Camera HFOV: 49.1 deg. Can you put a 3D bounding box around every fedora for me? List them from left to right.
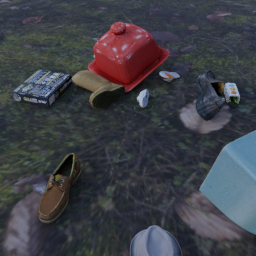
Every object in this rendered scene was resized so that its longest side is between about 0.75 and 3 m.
[{"bbox_3d":[0.629,2.644,6.161,1.164,0.594,1.316,-1,39,-1],"label":"fedora"}]

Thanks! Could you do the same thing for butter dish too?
[{"bbox_3d":[-0.181,-3.508,12.087,2.978,2.201,2.969,-42,55,-15],"label":"butter dish"}]

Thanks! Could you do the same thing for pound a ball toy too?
[{"bbox_3d":[4.054,-1.398,11.282,0.745,0.485,1.142,5,39,6],"label":"pound a ball toy"}]

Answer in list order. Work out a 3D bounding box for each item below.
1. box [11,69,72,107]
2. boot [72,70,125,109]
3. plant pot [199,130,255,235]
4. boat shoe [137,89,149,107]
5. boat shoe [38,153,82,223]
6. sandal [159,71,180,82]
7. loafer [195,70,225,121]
[{"bbox_3d":[-3.514,-1.708,11.655,1.651,0.503,2.048,12,40,12],"label":"box"},{"bbox_3d":[-1.491,-1.637,11.439,2.203,0.729,1.929,28,33,29],"label":"boot"},{"bbox_3d":[3.368,1.398,6.747,2.002,2.008,2.045,-22,55,-25],"label":"plant pot"},{"bbox_3d":[0.555,-1.153,11.132,0.381,0.387,1.091,-15,36,25],"label":"boat shoe"},{"bbox_3d":[-1.868,1.507,7.494,0.731,0.690,2.031,7,39,8],"label":"boat shoe"},{"bbox_3d":[1.843,-2.257,12.517,1.199,0.344,0.459,-5,49,-39],"label":"sandal"},{"bbox_3d":[3.231,-1.412,10.602,0.983,0.977,2.702,36,42,-22],"label":"loafer"}]
